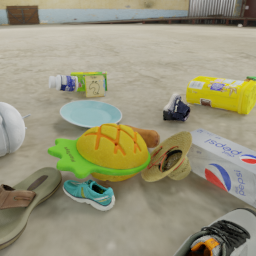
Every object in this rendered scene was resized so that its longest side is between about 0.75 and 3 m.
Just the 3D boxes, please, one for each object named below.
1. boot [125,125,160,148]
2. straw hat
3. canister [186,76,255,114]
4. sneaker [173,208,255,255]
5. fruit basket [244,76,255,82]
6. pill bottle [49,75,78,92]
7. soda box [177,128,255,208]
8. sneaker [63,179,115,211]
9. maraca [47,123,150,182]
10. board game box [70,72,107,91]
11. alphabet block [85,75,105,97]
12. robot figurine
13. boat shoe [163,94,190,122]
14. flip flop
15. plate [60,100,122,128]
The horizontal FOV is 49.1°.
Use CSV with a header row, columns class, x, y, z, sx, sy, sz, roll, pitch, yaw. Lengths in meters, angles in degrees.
class,x,y,z,sx,sy,sz,roll,pitch,yaw
boot,0.136,0.185,8.569,1.204,0.594,1.550,10,11,-36
straw hat,1.184,0.921,7.108,1.738,0.736,1.738,-42,15,14
canister,4.030,-1.503,12.030,2.587,1.119,1.921,15,29,32
sneaker,1.511,2.013,4.532,1.006,1.079,2.722,20,31,40
fruit basket,6.016,-2.047,13.944,1.486,0.696,1.376,-24,31,-13
pill bottle,-2.921,-2.021,12.626,1.192,0.714,0.714,0,23,-25
soda box,2.535,0.940,7.043,0.938,0.871,2.747,-19,31,-33
sneaker,-0.891,1.407,6.442,1.367,0.544,0.530,11,27,24
maraca,-0.625,0.622,6.986,2.618,1.401,1.795,-4,29,-35
board game box,-1.931,-2.327,14.020,1.770,0.899,0.421,-2,25,-4
alphabet block,-1.579,-1.998,13.375,0.891,0.871,0.875,-5,24,-9
robot figurine,-4.156,0.156,7.889,2.762,1.560,2.343,-18,-3,-33
boat shoe,2.038,-0.775,10.948,0.904,0.728,1.949,8,32,21
flip flop,-2.383,1.482,5.963,1.131,0.803,2.790,9,27,19
plate,-1.382,-0.476,10.522,2.309,0.295,2.309,6,28,-3
